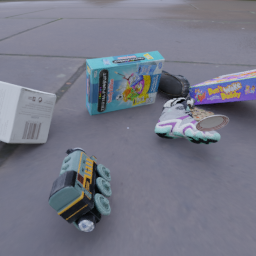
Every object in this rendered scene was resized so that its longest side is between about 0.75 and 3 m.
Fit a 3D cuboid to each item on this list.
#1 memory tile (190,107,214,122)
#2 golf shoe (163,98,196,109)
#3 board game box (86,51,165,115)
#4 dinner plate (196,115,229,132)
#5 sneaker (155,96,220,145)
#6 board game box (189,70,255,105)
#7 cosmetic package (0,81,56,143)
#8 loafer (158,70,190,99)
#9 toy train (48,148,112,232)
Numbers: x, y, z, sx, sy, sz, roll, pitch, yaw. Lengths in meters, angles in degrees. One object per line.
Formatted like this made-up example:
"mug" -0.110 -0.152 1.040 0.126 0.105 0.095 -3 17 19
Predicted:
"memory tile" 2.185 -0.475 9.116 0.922 0.101 1.202 23 26 35
"golf shoe" 1.576 -0.792 9.122 1.195 0.465 0.565 -9 -12 42
"board game box" -0.138 -1.468 9.259 2.441 1.843 0.573 -13 49 -21
"dinner plate" 1.985 -0.124 6.634 0.776 0.776 0.094 -3 60 -5
"sneaker" 1.678 -0.278 7.642 1.783 0.693 1.248 10 73 25
"board game box" 3.795 -1.423 9.261 1.989 0.662 2.959 -22 12 -32
"cosmetic package" -3.164 -0.462 7.544 1.714 1.425 1.434 14 3 22
"loafer" 1.381 -1.641 10.436 0.893 0.899 2.470 4 16 -25
"toy train" -0.876 1.081 5.364 0.801 1.071 1.879 -35 22 12
